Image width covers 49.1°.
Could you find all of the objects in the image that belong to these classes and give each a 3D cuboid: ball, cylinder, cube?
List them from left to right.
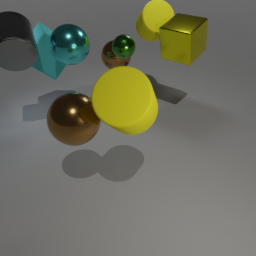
[{"bbox_3d":[-3.817,-2.870,9.331,1.400,1.400,1.400,-11,59,-17],"label":"cylinder"},{"bbox_3d":[-3.198,-3.045,11.111,1.400,1.400,1.400,28,18,-39],"label":"cube"},{"bbox_3d":[-2.042,-2.910,9.807,1.400,1.400,1.400,0,33,0],"label":"ball"},{"bbox_3d":[-1.409,-0.234,7.339,1.400,1.400,1.400,0,33,0],"label":"ball"},{"bbox_3d":[-0.551,-3.388,13.070,1.400,1.400,1.400,0,33,0],"label":"ball"},{"bbox_3d":[-0.124,-2.413,8.307,0.700,0.700,0.700,0,33,0],"label":"ball"},{"bbox_3d":[-0.022,-0.604,6.816,1.400,1.400,1.400,8,-7,12],"label":"cylinder"},{"bbox_3d":[1.154,-4.665,12.287,1.400,1.400,1.400,-7,4,-10],"label":"cylinder"},{"bbox_3d":[2.243,-3.600,11.323,1.400,1.400,1.400,25,55,31],"label":"cube"}]
